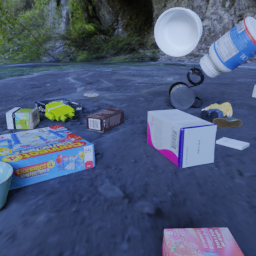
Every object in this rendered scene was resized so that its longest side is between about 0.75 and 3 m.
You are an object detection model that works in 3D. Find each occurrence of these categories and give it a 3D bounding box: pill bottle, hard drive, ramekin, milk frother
[{"bbox_3d":[3.702,-2.764,9.996,1.228,1.228,2.188,-17,-13,-44],"label":"pill bottle"},{"bbox_3d":[3.241,0.477,8.684,0.548,0.109,0.831,-16,23,-42],"label":"hard drive"},{"bbox_3d":[1.884,-3.509,10.186,1.674,1.674,0.816,9,29,26],"label":"ramekin"},{"bbox_3d":[2.969,-2.014,13.933,1.710,1.895,1.782,5,17,3],"label":"milk frother"}]

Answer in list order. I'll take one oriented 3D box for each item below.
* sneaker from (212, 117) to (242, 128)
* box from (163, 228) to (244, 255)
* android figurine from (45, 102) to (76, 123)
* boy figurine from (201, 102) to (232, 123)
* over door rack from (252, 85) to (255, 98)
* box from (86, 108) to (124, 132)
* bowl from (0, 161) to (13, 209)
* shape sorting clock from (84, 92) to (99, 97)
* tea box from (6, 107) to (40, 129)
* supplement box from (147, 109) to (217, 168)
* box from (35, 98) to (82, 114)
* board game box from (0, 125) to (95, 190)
[{"bbox_3d":[3.675,-0.220,10.616,1.132,0.379,0.508,1,12,-5],"label":"sneaker"},{"bbox_3d":[0.854,1.862,2.728,0.824,0.894,1.741,0,17,-2],"label":"box"},{"bbox_3d":[-2.824,-0.682,11.556,1.365,0.280,1.243,31,36,25],"label":"android figurine"},{"bbox_3d":[3.694,-0.651,11.546,1.240,0.643,1.994,12,20,35],"label":"boy figurine"},{"bbox_3d":[6.426,-0.754,10.883,2.893,0.964,2.137,14,6,-36],"label":"over door rack"},{"bbox_3d":[-0.833,-0.316,10.581,0.756,0.566,1.510,9,21,29],"label":"box"},{"bbox_3d":[-2.837,1.206,5.165,1.417,0.741,1.417,0,17,0],"label":"bowl"},{"bbox_3d":[-2.209,-2.014,16.857,0.915,0.180,0.915,0,17,0],"label":"shape sorting clock"},{"bbox_3d":[-3.942,-0.380,10.604,0.943,0.641,0.959,0,17,-1],"label":"tea box"},{"bbox_3d":[1.420,0.199,7.955,1.086,1.063,2.102,-6,18,-20],"label":"supplement box"},{"bbox_3d":[-3.237,-0.963,12.952,1.513,0.411,1.889,-12,21,-36],"label":"box"},{"bbox_3d":[-2.348,0.630,7.266,2.223,0.621,2.177,-12,20,-34],"label":"board game box"}]
